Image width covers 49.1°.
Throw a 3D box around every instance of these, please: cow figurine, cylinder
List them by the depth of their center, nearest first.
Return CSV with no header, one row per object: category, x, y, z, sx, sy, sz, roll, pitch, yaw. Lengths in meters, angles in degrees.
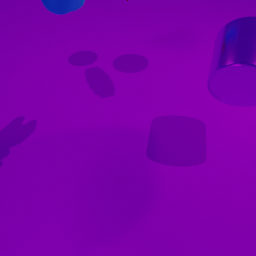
cow figurine,-1.196,-2.504,4.654,0.889,1.620,1.594,39,51,-2
cylinder,2.422,-1.345,5.828,1.332,1.332,1.332,13,62,11
